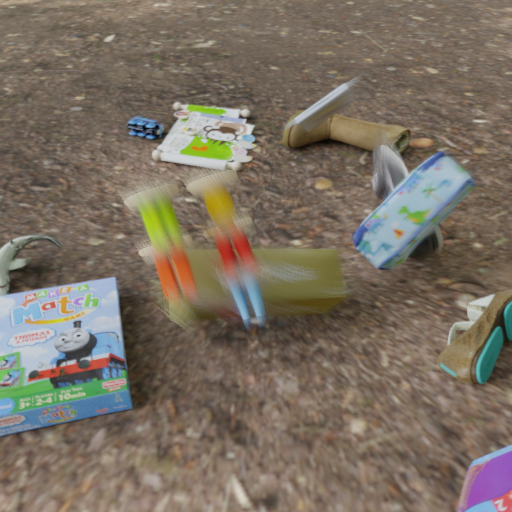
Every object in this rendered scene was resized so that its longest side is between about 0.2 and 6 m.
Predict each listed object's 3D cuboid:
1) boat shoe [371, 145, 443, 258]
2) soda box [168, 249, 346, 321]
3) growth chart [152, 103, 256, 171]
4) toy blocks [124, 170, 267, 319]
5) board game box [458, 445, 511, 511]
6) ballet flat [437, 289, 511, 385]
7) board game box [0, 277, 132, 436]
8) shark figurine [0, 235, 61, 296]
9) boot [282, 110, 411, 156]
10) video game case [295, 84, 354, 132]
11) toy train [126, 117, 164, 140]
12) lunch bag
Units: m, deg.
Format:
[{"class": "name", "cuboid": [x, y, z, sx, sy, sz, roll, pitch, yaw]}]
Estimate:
[{"class": "boat shoe", "cuboid": [2.792, -1.154, 11.268, 0.785, 0.921, 2.756, -22, 56, 2]}, {"class": "soda box", "cuboid": [0.001, 0.437, 8.774, 2.665, 0.902, 0.853, -1, 68, -21]}, {"class": "growth chart", "cuboid": [-1.278, -3.257, 15.096, 2.641, 0.324, 3.649, 4, 37, 4]}, {"class": "toy blocks", "cuboid": [-0.684, 0.005, 7.456, 1.670, 2.004, 0.728, -19, 2, -33]}, {"class": "board game box", "cuboid": [4.296, 2.884, 5.290, 4.541, 0.884, 3.587, -19, 45, -5]}, {"class": "ballet flat", "cuboid": [3.613, 1.143, 8.837, 0.879, 0.824, 2.431, 10, 37, 46]}, {"class": "board game box", "cuboid": [-3.014, 1.412, 8.571, 1.955, 0.473, 2.584, -10, 37, -12]}, {"class": "shark figurine", "cuboid": [-4.493, 0.025, 10.426, 0.993, 0.694, 1.663, 39, 50, -4]}, {"class": "boot", "cuboid": [2.325, -3.120, 14.438, 2.639, 0.873, 2.311, 24, 42, 27]}, {"class": "video game case", "cuboid": [1.558, -3.286, 12.551, 1.288, 0.162, 1.415, -32, -4, 16]}, {"class": "toy train", "cuboid": [-3.017, -3.516, 15.327, 1.057, 0.458, 0.604, 15, 33, 19]}, {"class": "lunch bag", "cuboid": [2.689, -0.703, 9.567, 0.878, 2.131, 1.713, 48, 20, 17]}]
